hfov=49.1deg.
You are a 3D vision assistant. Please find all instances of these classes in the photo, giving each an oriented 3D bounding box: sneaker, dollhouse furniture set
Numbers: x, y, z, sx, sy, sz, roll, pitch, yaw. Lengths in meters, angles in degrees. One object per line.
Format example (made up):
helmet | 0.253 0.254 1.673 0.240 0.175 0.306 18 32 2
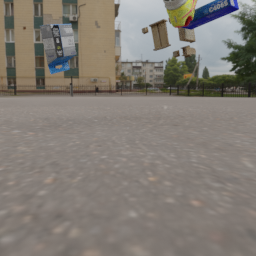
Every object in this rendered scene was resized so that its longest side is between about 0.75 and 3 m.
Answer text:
sneaker | 1.755 -3.819 8.941 0.913 1.055 2.335 0 31 33
dollhouse furniture set | 1.721 -3.607 11.735 1.966 1.677 0.960 -6 5 40

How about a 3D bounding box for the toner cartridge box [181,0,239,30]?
toner cartridge box | 2.831 -4.054 9.916 1.881 0.406 0.893 -11 1 39

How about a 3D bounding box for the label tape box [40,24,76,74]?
label tape box | -2.224 -2.616 9.236 0.497 1.504 1.078 0 19 27
